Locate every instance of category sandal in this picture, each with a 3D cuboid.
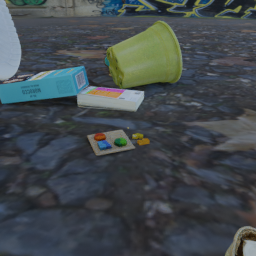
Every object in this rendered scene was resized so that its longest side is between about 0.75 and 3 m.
[{"bbox_3d":[-2.866,-2.036,5.872,0.593,2.413,0.982,-23,-16,32],"label":"sandal"}]

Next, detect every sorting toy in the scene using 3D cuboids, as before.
[{"bbox_3d":[-0.253,0.293,7.489,1.498,0.201,1.116,-10,28,-19],"label":"sorting toy"}]

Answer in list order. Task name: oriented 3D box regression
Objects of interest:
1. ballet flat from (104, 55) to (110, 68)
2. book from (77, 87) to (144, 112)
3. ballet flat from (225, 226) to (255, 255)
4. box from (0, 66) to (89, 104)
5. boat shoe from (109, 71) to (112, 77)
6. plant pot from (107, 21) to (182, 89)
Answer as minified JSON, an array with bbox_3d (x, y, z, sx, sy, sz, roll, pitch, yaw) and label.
[{"bbox_3d":[0.084,-3.357,14.258,2.698,0.917,0.923,0,16,-10],"label":"ballet flat"},{"bbox_3d":[-0.581,-1.123,10.105,2.100,0.505,1.403,7,25,12],"label":"book"},{"bbox_3d":[1.450,2.110,3.187,0.791,0.731,2.346,4,27,10],"label":"ballet flat"},{"bbox_3d":[-3.037,-1.544,10.026,2.991,0.735,1.230,-4,24,16],"label":"box"},{"bbox_3d":[-0.328,-2.648,13.264,1.167,0.394,0.420,2,26,3],"label":"boat shoe"},{"bbox_3d":[0.517,-2.775,11.544,2.405,2.615,2.615,-21,31,-15],"label":"plant pot"}]
